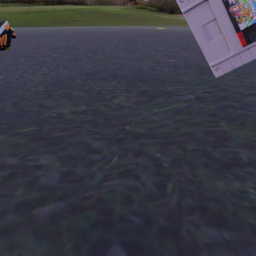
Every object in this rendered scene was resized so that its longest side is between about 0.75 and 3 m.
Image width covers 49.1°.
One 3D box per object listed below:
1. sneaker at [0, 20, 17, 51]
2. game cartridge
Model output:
[{"bbox_3d":[-2.154,-1.418,4.702,0.307,0.395,0.878,-6,50,27],"label":"sneaker"},{"bbox_3d":[2.406,-2.615,6.878,1.629,2.512,0.482,-23,31,27],"label":"game cartridge"}]
